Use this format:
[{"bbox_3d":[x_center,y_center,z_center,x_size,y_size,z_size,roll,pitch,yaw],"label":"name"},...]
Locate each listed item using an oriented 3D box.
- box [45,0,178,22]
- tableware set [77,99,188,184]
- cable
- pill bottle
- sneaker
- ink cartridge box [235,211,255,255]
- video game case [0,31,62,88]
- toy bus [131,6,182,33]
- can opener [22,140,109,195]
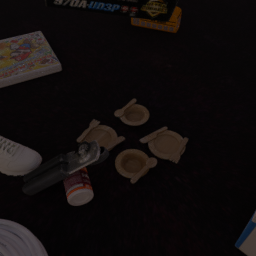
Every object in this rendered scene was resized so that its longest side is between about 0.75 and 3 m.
[{"bbox_3d":[-0.343,-2.529,4.627,2.034,0.468,1.616,0,55,-18],"label":"box"},{"bbox_3d":[0.120,0.281,7.041,2.072,0.288,2.481,-36,56,-29],"label":"tableware set"},{"bbox_3d":[-2.433,2.831,4.205,2.776,0.961,2.776,-31,53,-27],"label":"cable"},{"bbox_3d":[-1.117,1.130,6.068,0.547,0.547,0.959,-14,49,-13],"label":"pill bottle"},{"bbox_3d":[-2.938,0.517,6.499,1.918,0.772,0.733,13,46,10],"label":"sneaker"},{"bbox_3d":[3.702,1.267,4.859,2.070,2.106,2.861,33,54,27],"label":"ink cartridge box"},{"bbox_3d":[-3.935,-2.327,9.463,2.744,0.314,2.497,-20,50,-18],"label":"video game case"},{"bbox_3d":[0.891,-4.505,11.085,2.338,0.915,0.761,16,50,14],"label":"toy bus"},{"bbox_3d":[-1.318,0.909,5.983,1.992,0.666,0.531,-29,46,18],"label":"can opener"}]
